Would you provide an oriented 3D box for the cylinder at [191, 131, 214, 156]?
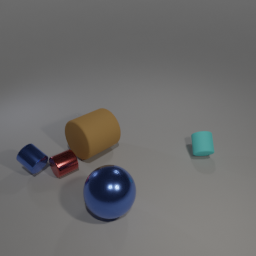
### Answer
[{"bbox_3d":[2.541,0.538,9.541,0.700,0.700,0.700,-1,72,-2],"label":"cylinder"}]

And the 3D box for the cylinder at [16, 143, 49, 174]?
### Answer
[{"bbox_3d":[-3.010,0.964,8.844,0.700,0.700,0.700,36,43,12],"label":"cylinder"}]

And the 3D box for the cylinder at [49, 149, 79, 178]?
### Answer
[{"bbox_3d":[-2.051,1.127,8.948,0.700,0.700,0.700,-23,39,-32],"label":"cylinder"}]

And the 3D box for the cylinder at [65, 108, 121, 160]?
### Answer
[{"bbox_3d":[-1.212,0.180,9.661,1.400,1.400,1.400,27,39,36],"label":"cylinder"}]

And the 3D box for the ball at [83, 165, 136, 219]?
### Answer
[{"bbox_3d":[-0.481,1.678,7.422,1.400,1.400,1.400,0,32,0],"label":"ball"}]
